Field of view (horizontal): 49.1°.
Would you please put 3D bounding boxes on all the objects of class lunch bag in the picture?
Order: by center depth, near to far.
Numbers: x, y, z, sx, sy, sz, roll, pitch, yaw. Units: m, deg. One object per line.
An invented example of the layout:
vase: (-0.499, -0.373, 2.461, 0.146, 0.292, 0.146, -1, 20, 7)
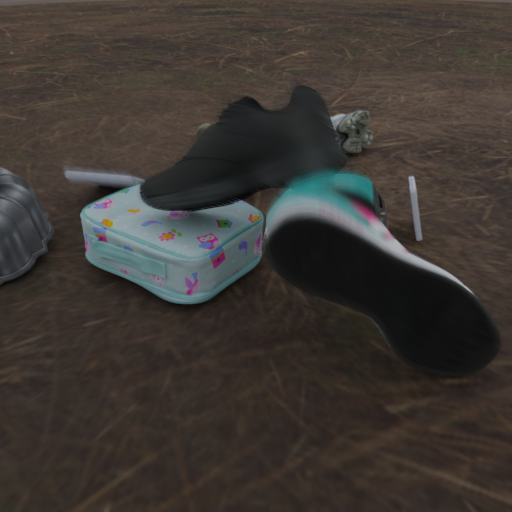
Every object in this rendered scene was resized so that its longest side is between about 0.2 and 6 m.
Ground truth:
lunch bag: (-1.418, -0.295, 9.119, 2.692, 1.038, 2.159, 19, 37, 28)

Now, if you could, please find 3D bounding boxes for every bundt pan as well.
bundt pan: (-4.949, -0.591, 9.225, 2.915, 1.094, 2.915, 0, 38, 0)

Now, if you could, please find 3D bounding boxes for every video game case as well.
video game case: (2.848, -0.860, 10.035, 0.111, 0.941, 0.856, -7, 22, 16)
video game case: (-2.882, -1.517, 11.354, 1.430, 0.158, 1.302, 6, 3, 14)

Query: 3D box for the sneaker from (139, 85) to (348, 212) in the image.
sneaker: (-0.314, -1.465, 8.019, 3.113, 1.413, 1.182, -13, 4, 18)

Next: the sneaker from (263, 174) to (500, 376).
sneaker: (1.536, 0.092, 7.259, 3.347, 1.399, 2.021, 34, 26, -16)

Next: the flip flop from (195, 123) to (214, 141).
flip flop: (-0.796, -2.145, 11.960, 0.895, 1.261, 3.111, -10, 28, -25)

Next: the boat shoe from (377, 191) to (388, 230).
boat shoe: (1.869, -0.495, 9.674, 0.817, 0.804, 2.193, 4, 32, 6)

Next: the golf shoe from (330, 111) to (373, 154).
golf shoe: (1.340, -2.739, 13.388, 3.035, 1.188, 1.475, -16, 17, -34)
